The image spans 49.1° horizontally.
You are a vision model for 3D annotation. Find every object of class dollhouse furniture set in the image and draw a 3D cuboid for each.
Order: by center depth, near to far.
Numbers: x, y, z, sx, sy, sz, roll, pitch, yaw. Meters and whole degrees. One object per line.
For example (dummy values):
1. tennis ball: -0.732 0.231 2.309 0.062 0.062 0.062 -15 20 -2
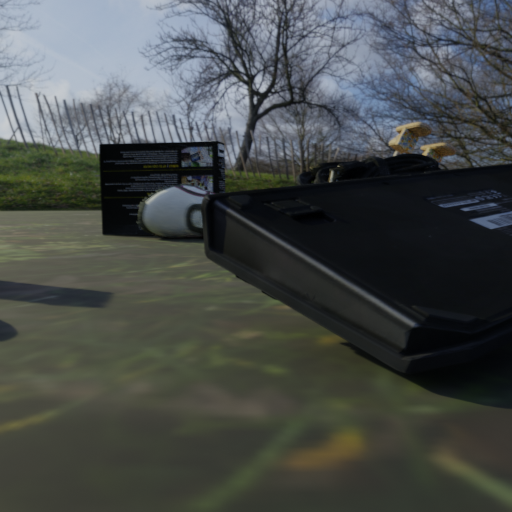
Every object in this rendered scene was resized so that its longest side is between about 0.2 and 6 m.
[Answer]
1. dollhouse furniture set: 3.753 -1.313 11.766 2.328 2.138 1.515 30 -8 -22

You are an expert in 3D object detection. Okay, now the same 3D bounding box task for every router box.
1. router box: -2.217 -1.574 13.255 2.923 2.180 0.746 1 6 11

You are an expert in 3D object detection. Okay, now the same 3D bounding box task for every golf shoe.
1. golf shoe: -0.989 -0.920 12.133 3.075 1.187 1.354 -3 12 -23

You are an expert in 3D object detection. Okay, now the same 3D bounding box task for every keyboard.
1. keyboard: 1.680 -0.269 4.580 4.390 0.563 2.636 -10 31 -38
